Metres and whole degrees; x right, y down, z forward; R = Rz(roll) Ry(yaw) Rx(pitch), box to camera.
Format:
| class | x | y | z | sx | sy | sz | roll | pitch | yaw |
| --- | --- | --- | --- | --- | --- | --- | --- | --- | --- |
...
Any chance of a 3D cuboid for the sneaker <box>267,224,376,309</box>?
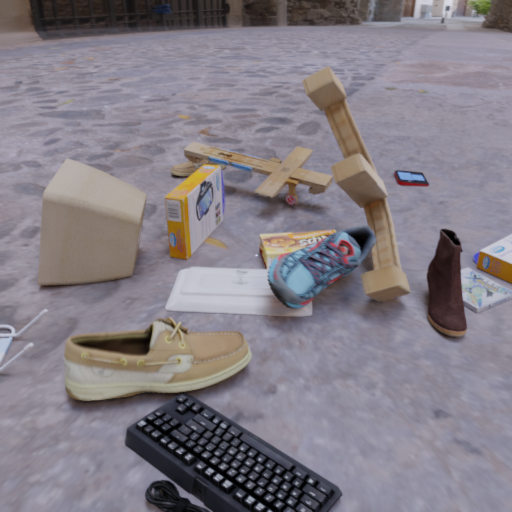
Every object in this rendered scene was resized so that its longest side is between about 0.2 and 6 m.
| class | x | y | z | sx | sy | sz | roll | pitch | yaw |
| --- | --- | --- | --- | --- | --- | --- | --- | --- | --- |
| sneaker | 1.206 | 0.018 | 9.815 | 2.502 | 1.195 | 0.992 | -30 | 81 | -43 |

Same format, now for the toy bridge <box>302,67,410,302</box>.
| class | x | y | z | sx | sy | sz | roll | pitch | yaw |
| --- | --- | --- | --- | --- | --- | --- | --- | --- | --- |
| toy bridge | 2.027 | -1.422 | 10.921 | 0.660 | 1.631 | 4.851 | -23 | 65 | 23 |

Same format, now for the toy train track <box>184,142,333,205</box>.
| class | x | y | z | sx | sy | sz | roll | pitch | yaw |
| --- | --- | --- | --- | --- | --- | --- | --- | --- | --- |
| toy train track | -0.028 | -2.132 | 14.354 | 4.072 | 0.662 | 2.335 | 19 | 45 | 23 |

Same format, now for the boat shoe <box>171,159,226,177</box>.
| class | x | y | z | sx | sy | sz | roll | pitch | yaw |
| --- | --- | --- | --- | --- | --- | --- | --- | --- | --- |
| boat shoe | -1.657 | -2.671 | 16.006 | 1.711 | 0.552 | 0.610 | -18 | 33 | -29 |

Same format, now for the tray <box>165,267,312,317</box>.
| class | x | y | z | sx | sy | sz | roll | pitch | yaw |
| --- | --- | --- | --- | --- | --- | --- | --- | --- | --- |
| tray | -0.275 | 0.581 | 10.390 | 2.616 | 0.290 | 1.405 | 2 | 28 | 4 |

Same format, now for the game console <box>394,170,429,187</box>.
| class | x | y | z | sx | sy | sz | roll | pitch | yaw |
| --- | --- | --- | --- | --- | --- | --- | --- | --- | --- |
| game console | 4.289 | -2.155 | 15.501 | 0.829 | 0.146 | 0.938 | 2 | 29 | 4 |

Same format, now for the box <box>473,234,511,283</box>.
| class | x | y | z | sx | sy | sz | roll | pitch | yaw |
| --- | --- | --- | --- | --- | --- | --- | --- | --- | --- |
| box | 5.464 | 0.187 | 10.929 | 1.350 | 0.470 | 2.267 | -21 | 37 | -33 |

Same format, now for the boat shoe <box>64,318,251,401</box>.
| class | x | y | z | sx | sy | sz | roll | pitch | yaw |
| --- | --- | --- | --- | --- | --- | --- | --- | --- | --- |
| boat shoe | -1.389 | 1.389 | 8.064 | 2.703 | 0.897 | 1.000 | -8 | 21 | -15 |

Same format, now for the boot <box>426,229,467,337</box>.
| class | x | y | z | sx | sy | sz | roll | pitch | yaw |
| --- | --- | --- | --- | --- | --- | --- | --- | --- | --- |
| boot | 3.266 | 0.431 | 9.540 | 0.588 | 1.352 | 1.625 | 1 | 29 | 1 |

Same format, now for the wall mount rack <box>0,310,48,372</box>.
| class | x | y | z | sx | sy | sz | roll | pitch | yaw |
| --- | --- | --- | --- | --- | --- | --- | --- | --- | --- |
| wall mount rack | -3.980 | 1.349 | 8.686 | 1.347 | 0.578 | 1.551 | -2 | 30 | -5 |

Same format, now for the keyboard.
| class | x | y | z | sx | sy | sz | roll | pitch | yaw |
| --- | --- | --- | --- | --- | --- | --- | --- | --- | --- |
| keyboard | -0.466 | 2.586 | 6.711 | 2.642 | 0.339 | 1.586 | 21 | 35 | 34 |

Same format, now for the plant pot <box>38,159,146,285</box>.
| class | x | y | z | sx | sy | sz | roll | pitch | yaw |
| --- | --- | --- | --- | --- | --- | --- | --- | --- | --- |
| plant pot | -3.128 | -0.576 | 11.012 | 1.707 | 1.929 | 1.926 | 9 | 27 | -10 |

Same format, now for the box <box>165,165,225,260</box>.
| class | x | y | z | sx | sy | sz | roll | pitch | yaw |
| --- | --- | --- | --- | --- | --- | --- | --- | --- | --- |
| box | -1.258 | -1.055 | 12.225 | 0.480 | 1.377 | 2.313 | 8 | 29 | 15 |

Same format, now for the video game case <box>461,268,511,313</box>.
| class | x | y | z | sx | sy | sz | roll | pitch | yaw |
| --- | --- | --- | --- | --- | --- | --- | --- | --- | --- |
| video game case | 4.040 | 0.617 | 10.478 | 1.019 | 0.123 | 1.118 | -16 | 33 | -26 |

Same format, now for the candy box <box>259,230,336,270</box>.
| class | x | y | z | sx | sy | sz | roll | pitch | yaw |
| --- | --- | --- | --- | --- | --- | --- | --- | --- | --- |
| candy box | 0.941 | -0.110 | 11.439 | 1.643 | 0.454 | 0.948 | -3 | 28 | -8 |
